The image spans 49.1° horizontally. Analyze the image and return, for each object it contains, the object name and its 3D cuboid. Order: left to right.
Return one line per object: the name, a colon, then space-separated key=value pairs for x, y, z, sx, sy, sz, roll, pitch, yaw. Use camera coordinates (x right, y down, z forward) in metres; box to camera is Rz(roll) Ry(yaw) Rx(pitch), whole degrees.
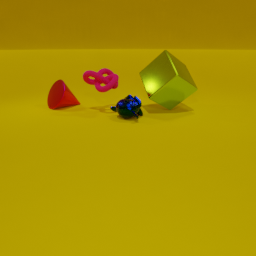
cone: x=-2.446 y=-1.188 z=11.522 sx=1.242 sy=1.237 sz=1.237 roll=20 pitch=0 yaw=-42
knot shape: x=-0.852 y=-1.723 z=10.189 sx=1.416 sy=0.654 sz=1.325 roll=-4 pitch=27 yaw=-29
monkey head: x=0.073 y=-0.612 z=9.788 sx=1.395 sy=1.003 sz=0.840 roll=20 pitch=62 yaw=43
cube: x=1.487 y=-1.751 z=10.448 sx=1.369 sy=1.369 sz=1.369 roll=22 pitch=41 yaw=-43
